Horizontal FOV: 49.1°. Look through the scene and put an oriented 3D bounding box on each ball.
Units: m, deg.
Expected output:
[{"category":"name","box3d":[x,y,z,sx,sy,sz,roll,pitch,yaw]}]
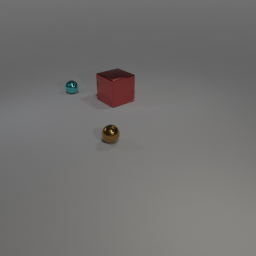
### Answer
[{"category":"ball","box3d":[-3.022,-2.213,15.079,0.700,0.700,0.700,0,29,0]},{"category":"ball","box3d":[-0.660,0.220,10.691,0.700,0.700,0.700,0,29,0]}]

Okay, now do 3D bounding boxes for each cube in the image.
[{"category":"cube","box3d":[-0.621,-2.044,14.051,1.400,1.400,1.400,-21,35,-33]}]
